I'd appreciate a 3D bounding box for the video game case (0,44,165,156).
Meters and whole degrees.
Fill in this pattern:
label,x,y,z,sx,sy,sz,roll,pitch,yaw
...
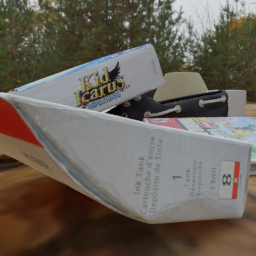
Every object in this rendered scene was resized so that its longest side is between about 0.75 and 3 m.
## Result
label,x,y,z,sx,sy,sz,roll,pitch,yaw
video game case,-1.269,-0.479,4.500,2.581,0.647,2.848,-27,16,-22

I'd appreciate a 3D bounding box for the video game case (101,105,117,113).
label,x,y,z,sx,sy,sz,roll,pitch,yaw
video game case,-0.646,-0.551,9.349,2.624,0.341,2.882,-6,12,-23

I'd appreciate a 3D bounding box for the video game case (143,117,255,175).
label,x,y,z,sx,sy,sz,roll,pitch,yaw
video game case,1.328,0.151,3.437,2.082,0.182,1.488,-1,19,-8

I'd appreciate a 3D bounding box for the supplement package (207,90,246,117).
label,x,y,z,sx,sy,sz,roll,pitch,yaw
supplement package,2.741,-0.579,8.012,0.971,0.978,1.289,1,6,13

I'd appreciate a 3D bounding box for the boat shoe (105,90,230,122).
label,x,y,z,sx,sy,sz,roll,pitch,yaw
boat shoe,0.321,-0.182,4.557,2.965,0.895,1.095,-2,10,-11

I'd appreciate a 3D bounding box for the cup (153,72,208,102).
label,x,y,z,sx,sy,sz,roll,pitch,yaw
cup,1.878,-1.094,9.856,2.281,1.632,2.281,0,6,0

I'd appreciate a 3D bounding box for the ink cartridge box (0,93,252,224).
label,x,y,z,sx,sy,sz,roll,pitch,yaw
ink cartridge box,-0.639,0.124,1.736,2.253,0.565,1.827,6,0,-38
